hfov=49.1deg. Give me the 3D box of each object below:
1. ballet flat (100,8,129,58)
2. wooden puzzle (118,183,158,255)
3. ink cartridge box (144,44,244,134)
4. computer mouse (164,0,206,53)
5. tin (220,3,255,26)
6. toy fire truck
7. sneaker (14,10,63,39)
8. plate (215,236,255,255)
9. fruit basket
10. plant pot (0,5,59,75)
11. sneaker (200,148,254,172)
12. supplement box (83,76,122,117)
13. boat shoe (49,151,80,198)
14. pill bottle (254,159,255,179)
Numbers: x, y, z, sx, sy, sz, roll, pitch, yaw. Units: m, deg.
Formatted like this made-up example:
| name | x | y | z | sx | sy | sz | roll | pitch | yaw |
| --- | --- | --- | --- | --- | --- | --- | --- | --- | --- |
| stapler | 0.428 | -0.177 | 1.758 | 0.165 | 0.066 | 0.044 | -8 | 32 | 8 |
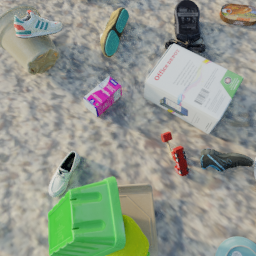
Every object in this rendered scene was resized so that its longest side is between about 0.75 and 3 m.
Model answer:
| name | x | y | z | sx | sy | sz | roll | pitch | yaw |
| --- | --- | --- | --- | --- | --- | --- | --- | --- | --- |
| ballet flat | -0.697 | -3.972 | 11.820 | 0.819 | 0.892 | 2.598 | 4 | 60 | 33 |
| wooden puzzle | -0.172 | 2.963 | 8.887 | 2.081 | 0.419 | 2.249 | -4 | 71 | -1 |
| ink cartridge box | 2.326 | -1.495 | 10.347 | 2.910 | 1.273 | 2.114 | 31 | 69 | 11 |
| computer mouse | 2.434 | -4.269 | 11.984 | 1.711 | 0.651 | 2.470 | 4 | 77 | 2 |
| tin | 4.946 | -5.019 | 12.424 | 1.729 | 0.362 | 0.968 | 9 | 62 | 4 |
| toy fire truck | 1.602 | 0.881 | 9.603 | 0.338 | 0.979 | 1.388 | -20 | 108 | -14 |
| sneaker | -3.141 | -3.726 | 9.885 | 1.804 | 0.843 | 0.635 | -25 | 36 | -32 |
| plate | 3.441 | 4.127 | 8.452 | 1.602 | 0.205 | 1.602 | 0 | 67 | 1 |
| fruit basket | -0.647 | 2.779 | 7.875 | 2.890 | 2.890 | 2.084 | -9 | 61 | -4 |
| plant pot | -3.791 | -3.223 | 10.851 | 2.122 | 2.122 | 1.942 | -36 | 82 | -14 |
| sneaker | 3.354 | 1.195 | 9.572 | 1.750 | 0.641 | 0.717 | 7 | 73 | 13 |
| supplement box | -0.925 | -1.183 | 10.529 | 0.688 | 0.703 | 1.360 | 40 | 70 | 17 |
| boat shoe | -2.154 | 1.518 | 9.411 | 0.597 | 0.545 | 1.659 | 28 | 69 | 12 |
| pill bottle | 5.631 | 1.344 | 9.008 | 2.637 | 1.434 | 1.434 | -6 | 66 | -3 |
